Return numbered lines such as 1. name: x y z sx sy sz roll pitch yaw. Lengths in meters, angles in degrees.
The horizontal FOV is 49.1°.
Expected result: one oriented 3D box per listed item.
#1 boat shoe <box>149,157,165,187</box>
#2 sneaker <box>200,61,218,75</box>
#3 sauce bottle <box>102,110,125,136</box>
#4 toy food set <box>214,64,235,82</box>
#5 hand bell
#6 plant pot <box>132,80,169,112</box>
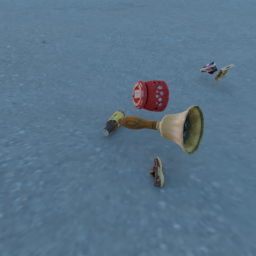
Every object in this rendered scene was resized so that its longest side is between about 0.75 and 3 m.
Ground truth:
1. boat shoe: 0.697 1.087 6.999 0.328 0.329 0.912 -3 42 -2
2. sneaker: 3.240 -2.316 11.213 0.397 0.426 0.988 -31 6 -4
3. sauce bottle: -0.450 -0.147 8.641 0.380 0.380 1.152 12 33 17
4. toy food set: 3.684 -2.080 10.695 0.577 0.805 0.243 -25 73 -15
5. hand bell: 0.667 -0.063 7.180 2.229 1.161 1.161 7 33 37
6. plant pot: 0.654 -0.964 8.455 0.873 0.959 0.959 -2 34 -21
